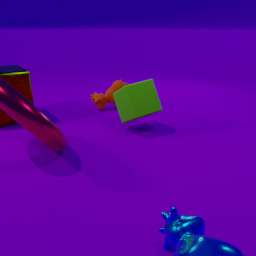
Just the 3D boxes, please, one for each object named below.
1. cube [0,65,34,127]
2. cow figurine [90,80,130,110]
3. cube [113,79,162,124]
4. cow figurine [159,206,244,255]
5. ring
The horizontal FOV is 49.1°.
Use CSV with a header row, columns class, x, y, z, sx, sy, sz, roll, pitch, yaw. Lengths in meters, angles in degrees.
class,x,y,z,sx,sy,sz,roll,pitch,yaw
cube,-3.433,-0.893,7.567,1.375,1.375,1.375,-13,25,-31
cow figurine,-0.531,-1.029,8.537,1.074,1.092,0.599,18,27,-23
cube,0.222,-0.638,6.841,0.795,0.795,0.795,-18,0,-23
cow figurine,0.632,1.307,2.933,1.036,0.578,1.053,18,16,35
ring,-1.995,-0.251,5.513,0.398,1.988,1.988,-50,40,-12
